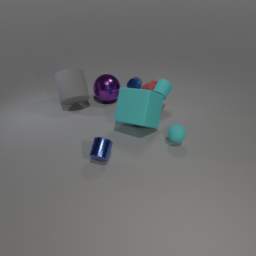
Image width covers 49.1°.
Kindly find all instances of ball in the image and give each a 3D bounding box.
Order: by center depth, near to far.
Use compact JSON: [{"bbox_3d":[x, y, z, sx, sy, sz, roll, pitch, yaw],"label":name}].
[{"bbox_3d":[1.888,0.210,10.831,0.700,0.700,0.700,0,31,0],"label":"ball"},{"bbox_3d":[-1.066,-2.028,14.196,1.400,1.400,1.400,0,31,0],"label":"ball"}]

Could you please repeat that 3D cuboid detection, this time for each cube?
[{"bbox_3d":[0.472,-0.814,11.585,1.400,1.400,1.400,10,1,31],"label":"cube"}]

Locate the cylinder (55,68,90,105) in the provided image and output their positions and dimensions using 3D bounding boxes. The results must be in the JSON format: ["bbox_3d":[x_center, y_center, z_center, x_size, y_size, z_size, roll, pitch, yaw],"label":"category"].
[{"bbox_3d":[-2.676,-1.962,13.448,1.400,1.400,1.400,-14,-6,-2],"label":"cylinder"}]

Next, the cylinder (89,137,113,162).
[{"bbox_3d":[-0.957,0.756,9.923,0.700,0.700,0.700,9,71,15],"label":"cylinder"}]

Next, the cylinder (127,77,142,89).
[{"bbox_3d":[0.336,-2.171,14.027,0.700,0.700,0.700,5,19,9],"label":"cylinder"}]

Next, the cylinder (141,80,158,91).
[{"bbox_3d":[1.092,-1.861,13.549,0.700,0.700,0.700,-25,3,-35],"label":"cylinder"}]

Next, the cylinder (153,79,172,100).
[{"bbox_3d":[1.573,-1.762,12.857,0.700,0.700,0.700,20,72,30],"label":"cylinder"}]
